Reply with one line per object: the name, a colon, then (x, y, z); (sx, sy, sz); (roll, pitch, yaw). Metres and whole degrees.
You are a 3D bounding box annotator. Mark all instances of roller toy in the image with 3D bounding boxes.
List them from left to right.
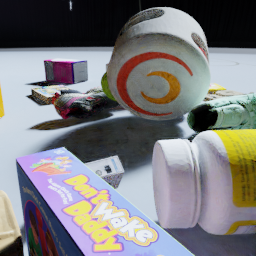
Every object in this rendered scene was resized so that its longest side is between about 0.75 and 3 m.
roller toy: (0.887, -1.713, 7.597); (2.867, 2.615, 2.003); (17, 46, -6)

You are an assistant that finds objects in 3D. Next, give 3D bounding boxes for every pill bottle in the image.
pill bottle: (1.481, 0.648, 3.507); (2.225, 1.272, 1.272); (-1, 19, -4)

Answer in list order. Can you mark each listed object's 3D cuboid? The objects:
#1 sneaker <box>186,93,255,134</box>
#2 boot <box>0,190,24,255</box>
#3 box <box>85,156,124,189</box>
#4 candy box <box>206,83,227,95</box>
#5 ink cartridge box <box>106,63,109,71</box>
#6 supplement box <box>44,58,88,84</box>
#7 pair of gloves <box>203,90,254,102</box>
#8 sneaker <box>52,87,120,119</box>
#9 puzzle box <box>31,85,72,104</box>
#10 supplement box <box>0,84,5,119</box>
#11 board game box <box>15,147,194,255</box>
sneaker: (2.684, -0.203, 5.939); (2.870, 1.056, 1.693); (-4, 6, 43)
boot: (-1.981, 1.457, 1.703); (2.737, 0.905, 2.397); (-2, 37, -36)
box: (-0.597, 0.771, 4.080); (0.984, 0.574, 0.296); (-13, 58, -22)
candy box: (2.469, -1.547, 11.293); (2.594, 0.343, 1.326); (-1, 22, -3)
ink cartridge box: (0.383, -2.210, 11.021); (1.847, 1.044, 2.521); (-2, 3, -24)
supplement box: (-3.140, -2.911, 14.134); (2.068, 1.069, 1.046); (14, 24, 31)
pair of gloves: (3.790, -0.793, 9.009); (1.995, 0.411, 2.346); (-15, 25, -34)
sneaker: (-1.122, -0.643, 8.218); (2.094, 0.844, 0.782); (-10, 50, -28)
puzzle box: (-2.778, -1.328, 10.779); (1.343, 0.257, 2.019); (-12, 22, -33)
supplement box: (-4.553, -0.654, 7.312); (1.862, 1.236, 1.836); (-1, 19, -3)
board game box: (-0.207, 1.135, 1.936); (0.458, 1.377, 2.048); (-13, 23, -32)
